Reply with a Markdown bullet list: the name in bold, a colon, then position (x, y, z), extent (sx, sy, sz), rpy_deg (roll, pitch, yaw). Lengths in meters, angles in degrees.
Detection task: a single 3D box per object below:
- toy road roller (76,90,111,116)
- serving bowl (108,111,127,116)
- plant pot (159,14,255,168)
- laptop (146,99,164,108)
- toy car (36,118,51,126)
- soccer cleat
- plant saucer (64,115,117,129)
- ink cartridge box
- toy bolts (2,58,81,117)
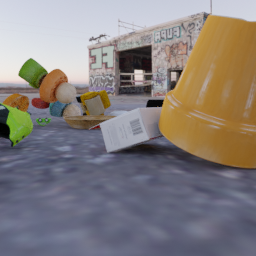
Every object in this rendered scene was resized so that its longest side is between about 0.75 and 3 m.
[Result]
- **toy road roller**: position (-1.268, -1.060, 11.671), extent (1.304, 1.098, 1.786), rpy_deg (-26, 16, -21)
- **serving bowl**: position (-0.328, -0.548, 12.093), extent (1.163, 0.382, 1.163), rpy_deg (0, 6, 0)
- **plant pot**: position (1.537, -0.651, 4.095), extent (1.901, 1.741, 1.901), rpy_deg (7, 23, -3)
- **laptop**: position (1.125, -0.544, 9.650), extent (1.535, 0.895, 1.732), rpy_deg (-1, 6, -14)
- **toy car**: position (-3.121, -0.188, 9.263), extent (1.133, 0.268, 1.204), rpy_deg (-2, 7, -19)
- **soccer cleat**: position (-2.600, -0.234, 5.028), extent (1.810, 0.611, 0.733), rpy_deg (21, 45, 10)
- **plant saucer**: position (-1.116, -0.189, 8.936), extent (1.839, 0.326, 1.839), rpy_deg (0, 6, 0)
- **ink cartridge box**: position (0.127, 0.039, 5.111), extent (1.130, 0.540, 1.287), rpy_deg (-19, -5, 32)
- **toy bolts**: position (-2.795, -0.747, 9.866), extent (1.818, 2.503, 2.621), rpy_deg (32, -4, 9)
